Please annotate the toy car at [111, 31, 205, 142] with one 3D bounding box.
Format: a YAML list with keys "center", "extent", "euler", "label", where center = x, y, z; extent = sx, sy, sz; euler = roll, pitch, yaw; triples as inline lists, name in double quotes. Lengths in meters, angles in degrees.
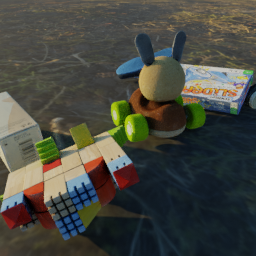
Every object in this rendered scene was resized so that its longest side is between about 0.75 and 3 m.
- center: [0.825, -1.282, 7.851]
  extent: [2.244, 2.731, 2.155]
  euler: [-12, 29, -20]
  label: "toy car"

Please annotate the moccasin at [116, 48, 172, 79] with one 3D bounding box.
- center: [0.836, -2.409, 11.557]
  extent: [2.627, 0.896, 1.057]
  euler: [-12, 46, 18]
  label: "moccasin"

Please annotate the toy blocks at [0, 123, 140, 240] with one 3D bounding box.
- center: [-0.995, 1.025, 4.888]
  extent: [2.792, 1.395, 1.908]
  euler: [-24, 21, -10]
  label: "toy blocks"

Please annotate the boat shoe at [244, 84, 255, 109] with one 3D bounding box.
- center: [4.950, -1.436, 10.023]
  extent: [2.383, 0.891, 0.790]
  euler: [-30, 37, -18]
  label: "boat shoe"

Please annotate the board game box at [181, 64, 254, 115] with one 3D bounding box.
- center: [2.659, -1.454, 9.803]
  extent: [2.841, 0.490, 1.923]
  euler: [13, 47, 29]
  label: "board game box"

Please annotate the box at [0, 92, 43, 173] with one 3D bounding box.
- center: [-3.072, 0.038, 7.244]
  extent: [0.938, 1.146, 2.413]
  euler: [-25, 40, -28]
  label: "box"
